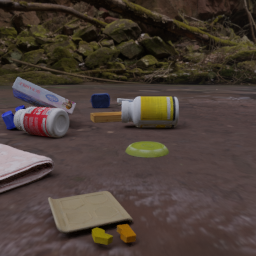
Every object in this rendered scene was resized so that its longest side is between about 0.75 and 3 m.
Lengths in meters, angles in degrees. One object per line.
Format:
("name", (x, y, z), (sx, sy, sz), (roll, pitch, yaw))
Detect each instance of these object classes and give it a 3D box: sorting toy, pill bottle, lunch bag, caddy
("sorting toy", (-0.480, 1.223, 3.788), (1.019, 0.183, 1.368), (0, 10, -23))
("pill bottle", (-2.831, -0.215, 9.099), (1.651, 0.927, 0.927), (5, 12, 23))
("lunch bag", (-1.645, -1.608, 16.445), (1.205, 0.818, 0.797), (-2, 10, -2))
("caddy", (-4.089, -0.336, 10.372), (0.942, 0.700, 1.333), (-27, 19, -16))
("pill bottle", (0.801, -0.593, 10.410), (2.048, 1.147, 1.147), (1, 11, 1))

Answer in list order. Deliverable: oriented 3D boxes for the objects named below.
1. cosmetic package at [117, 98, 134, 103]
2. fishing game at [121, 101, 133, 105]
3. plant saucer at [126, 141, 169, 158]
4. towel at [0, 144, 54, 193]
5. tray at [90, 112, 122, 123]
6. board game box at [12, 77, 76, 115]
("cosmetic package", (-0.163, -1.760, 18.441), (1.045, 0.265, 0.431), (3, 8, -15))
("fishing game", (0.328, -1.568, 17.721), (1.781, 0.277, 1.275), (3, 9, 15))
("plant saucer", (0.499, 0.526, 7.268), (1.124, 0.175, 1.124), (1, 11, 0))
("towel", (-3.309, 0.772, 5.335), (2.773, 0.447, 2.649), (9, 14, 35))
("tray", (-0.668, -0.489, 12.058), (1.771, 0.328, 0.873), (-4, 12, -17))
("board game box", (-3.257, -1.072, 10.758), (2.191, 0.451, 2.185), (24, -11, -19))
